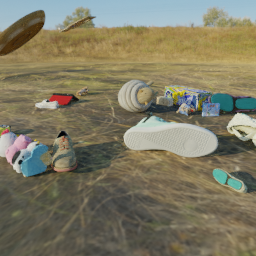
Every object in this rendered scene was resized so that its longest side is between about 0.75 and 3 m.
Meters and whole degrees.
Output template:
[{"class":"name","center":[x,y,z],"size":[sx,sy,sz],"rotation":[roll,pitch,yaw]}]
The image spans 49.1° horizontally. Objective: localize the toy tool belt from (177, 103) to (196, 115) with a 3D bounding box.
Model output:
[{"class":"toy tool belt","center":[2.795,-0.825,13.558],"size":[0.556,0.565,0.904],"rotation":[-40,29,-16]}]

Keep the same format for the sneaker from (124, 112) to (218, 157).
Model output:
[{"class":"sneaker","center":[1.510,0.080,9.322],"size":[2.932,1.079,1.730],"rotation":[4,24,21]}]

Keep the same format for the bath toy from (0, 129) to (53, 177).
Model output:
[{"class":"bath toy","center":[-3.097,0.606,8.179],"size":[1.014,0.862,2.332],"rotation":[-15,22,-41]}]

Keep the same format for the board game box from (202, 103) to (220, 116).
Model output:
[{"class":"board game box","center":[3.962,-0.869,13.367],"size":[0.798,0.604,0.146],"rotation":[-2,17,-6]}]

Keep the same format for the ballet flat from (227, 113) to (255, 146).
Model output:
[{"class":"ballet flat","center":[4.489,0.239,9.689],"size":[1.015,1.015,2.829],"rotation":[-5,15,-16]}]

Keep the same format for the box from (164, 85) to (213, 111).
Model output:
[{"class":"box","center":[3.280,-1.734,15.595],"size":[1.021,0.937,2.913],"rotation":[-9,19,-28]}]

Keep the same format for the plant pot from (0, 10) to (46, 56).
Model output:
[{"class":"plant pot","center":[-3.327,-2.839,8.611],"size":[2.117,0.291,2.117],"rotation":[-35,14,10]}]

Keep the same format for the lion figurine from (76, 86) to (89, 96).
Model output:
[{"class":"lion figurine","center":[-3.080,-2.418,18.641],"size":[0.779,0.461,1.273],"rotation":[-9,13,43]}]

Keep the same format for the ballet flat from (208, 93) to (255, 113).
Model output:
[{"class":"ballet flat","center":[5.178,-1.221,14.230],"size":[2.878,0.995,1.024],"rotation":[0,-2,-16]}]

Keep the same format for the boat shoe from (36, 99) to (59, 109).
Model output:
[{"class":"boat shoe","center":[-4.366,-1.330,15.085],"size":[1.334,0.466,0.473],"rotation":[6,18,18]}]

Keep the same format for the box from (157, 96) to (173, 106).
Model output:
[{"class":"box","center":[2.079,-1.508,15.740],"size":[0.358,0.437,0.920],"rotation":[-16,22,-41]}]

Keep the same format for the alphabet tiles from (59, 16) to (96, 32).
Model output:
[{"class":"alphabet tiles","center":[-1.409,-2.873,7.761],"size":[0.976,0.037,0.816],"rotation":[-20,16,18]}]

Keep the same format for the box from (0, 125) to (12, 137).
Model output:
[{"class":"box","center":[-4.987,0.203,10.346],"size":[0.495,0.330,1.316],"rotation":[8,19,24]}]

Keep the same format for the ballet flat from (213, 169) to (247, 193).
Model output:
[{"class":"ballet flat","center":[2.521,1.310,6.909],"size":[0.350,0.350,1.008],"rotation":[-7,20,-22]}]

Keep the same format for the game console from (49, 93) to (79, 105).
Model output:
[{"class":"game console","center":[-3.794,-1.576,16.464],"size":[1.398,0.830,1.205],"rotation":[7,-13,20]}]

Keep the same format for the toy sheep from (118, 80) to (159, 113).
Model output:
[{"class":"toy sheep","center":[0.389,-1.598,14.030],"size":[1.778,1.778,2.578],"rotation":[-11,4,-32]}]

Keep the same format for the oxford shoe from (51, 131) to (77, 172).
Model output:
[{"class":"oxford shoe","center":[-1.918,0.645,8.183],"size":[0.719,0.763,2.040],"rotation":[-6,18,-18]}]
